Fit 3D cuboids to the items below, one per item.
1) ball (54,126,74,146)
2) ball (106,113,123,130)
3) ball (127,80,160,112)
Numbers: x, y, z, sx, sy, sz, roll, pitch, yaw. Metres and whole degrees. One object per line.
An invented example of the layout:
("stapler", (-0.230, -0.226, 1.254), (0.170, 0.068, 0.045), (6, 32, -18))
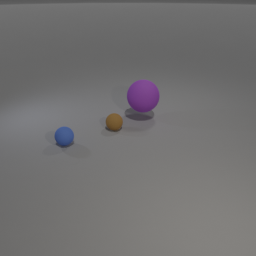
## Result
("ball", (-2.338, 0.295, 10.281), (0.700, 0.700, 0.700), (0, 28, 0))
("ball", (-0.559, -0.252, 11.383), (0.700, 0.700, 0.700), (0, 28, 0))
("ball", (0.651, -1.368, 12.013), (1.400, 1.400, 1.400), (0, 28, 0))
